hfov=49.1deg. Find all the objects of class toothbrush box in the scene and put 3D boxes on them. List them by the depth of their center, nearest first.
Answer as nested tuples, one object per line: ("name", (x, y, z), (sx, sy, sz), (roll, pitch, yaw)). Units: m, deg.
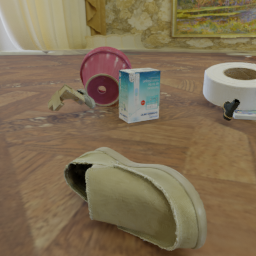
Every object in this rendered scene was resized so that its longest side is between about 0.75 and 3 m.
("toothbrush box", (0.382, -1.123, 9.533), (1.244, 1.699, 0.725), (-9, 23, -27))

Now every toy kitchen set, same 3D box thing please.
("toy kitchen set", (-2.127, -0.794, 9.721), (0.884, 0.980, 0.800), (32, 24, -39))

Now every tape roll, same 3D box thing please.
("tape roll", (4.410, -1.718, 11.055), (2.763, 0.966, 2.763), (-3, 32, 2))

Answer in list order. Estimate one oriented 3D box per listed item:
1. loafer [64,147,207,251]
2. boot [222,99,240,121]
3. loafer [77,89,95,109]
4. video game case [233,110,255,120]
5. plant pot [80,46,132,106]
("loafer", (-0.105, 1.069, 4.348), (1.015, 1.125, 2.974), (-14, 14, -32))
("boot", (3.376, -0.753, 9.031), (0.386, 0.689, 0.996), (20, 38, -2))
("loafer", (-1.596, -1.089, 10.535), (0.368, 0.369, 1.055), (6, 34, -51))
("video game case", (4.554, -0.636, 10.472), (1.313, 0.165, 1.834), (5, 20, 12))
("plant pot", (-0.954, -2.013, 11.745), (2.269, 2.269, 2.031), (0, 35, 0))
